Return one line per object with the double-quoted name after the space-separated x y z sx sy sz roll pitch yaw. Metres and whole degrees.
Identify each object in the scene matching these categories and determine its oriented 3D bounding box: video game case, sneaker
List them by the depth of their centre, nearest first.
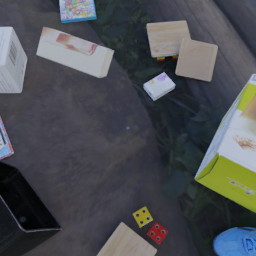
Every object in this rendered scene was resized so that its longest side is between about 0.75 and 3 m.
4.013 3.408 8.366 2.824 1.107 0.931 -3 68 0 "sneaker"
-2.385 -5.861 13.072 1.582 0.197 2.211 -9 66 -4 "video game case"

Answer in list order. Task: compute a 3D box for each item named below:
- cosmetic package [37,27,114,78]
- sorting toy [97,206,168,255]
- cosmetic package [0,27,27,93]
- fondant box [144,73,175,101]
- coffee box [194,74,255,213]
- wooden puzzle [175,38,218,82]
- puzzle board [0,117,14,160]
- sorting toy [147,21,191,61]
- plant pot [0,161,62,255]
-1.302 -1.907 7.090 1.675 0.866 0.731 21 105 3 "cosmetic package"
-0.013 3.786 8.504 1.358 0.477 2.817 34 69 14 "sorting toy"
-5.293 -2.547 10.666 2.182 1.815 1.826 0 65 -1 "cosmetic package"
1.236 -1.648 11.095 1.023 0.298 0.738 -32 69 -14 "fondant box"
4.151 0.753 8.557 2.890 2.894 2.862 27 68 12 "coffee box"
2.727 -2.703 11.181 1.569 0.292 1.452 10 95 -11 "wooden puzzle"
-5.451 0.302 10.258 1.827 0.211 2.424 -26 68 -11 "puzzle board"
1.723 -3.637 11.837 1.706 0.594 1.696 -5 65 -2 "sorting toy"
-3.982 2.663 7.952 2.417 2.724 2.718 -42 72 -8 "plant pot"
